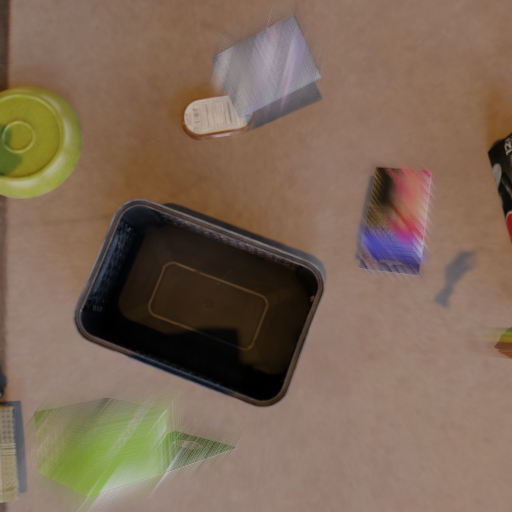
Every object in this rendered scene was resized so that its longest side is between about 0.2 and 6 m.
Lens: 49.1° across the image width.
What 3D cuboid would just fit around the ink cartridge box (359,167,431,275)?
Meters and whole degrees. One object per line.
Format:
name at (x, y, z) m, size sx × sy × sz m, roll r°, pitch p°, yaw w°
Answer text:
ink cartridge box at (2.038, -0.548, 8.150) m, size 0.827 × 0.324 × 1.747 m, roll 7°, pitch 59°, yaw 16°

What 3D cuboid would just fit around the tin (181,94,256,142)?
tin at (-0.670, -2.484, 10.009) m, size 1.357 × 0.284 × 0.760 m, roll -10°, pitch 87°, yaw -1°

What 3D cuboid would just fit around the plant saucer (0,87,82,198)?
plant saucer at (-4.158, -2.069, 9.917) m, size 2.079 × 0.323 × 2.079 m, roll 0°, pitch 82°, yaw 0°

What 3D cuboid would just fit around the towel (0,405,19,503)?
towel at (-4.646, 3.304, 9.205) m, size 1.530 × 0.274 × 1.589 m, roll -7°, pitch 81°, yaw 2°

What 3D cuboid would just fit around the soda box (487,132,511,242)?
soda box at (4.996, -0.419, 9.302) m, size 1.209 × 1.082 × 3.417 m, roll -11°, pitch 82°, yaw 0°

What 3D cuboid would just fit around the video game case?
video game case at (0.154, -2.929, 8.715) m, size 1.418 × 0.135 × 1.013 m, roll -24°, pitch 98°, yaw 8°

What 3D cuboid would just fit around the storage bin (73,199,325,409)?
storage bin at (-0.827, 0.759, 8.919) m, size 3.360 × 1.575 × 2.272 m, roll 21°, pitch 83°, yaw 3°

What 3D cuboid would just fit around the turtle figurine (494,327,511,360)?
turtle figurine at (2.907, 0.563, 5.801) m, size 0.457 × 1.419 × 1.144 m, roll 27°, pitch 97°, yaw 0°

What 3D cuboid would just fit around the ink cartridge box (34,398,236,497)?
ink cartridge box at (-1.236, 1.811, 5.778) m, size 1.664 × 1.230 × 0.630 m, roll -2°, pitch 86°, yaw -42°
